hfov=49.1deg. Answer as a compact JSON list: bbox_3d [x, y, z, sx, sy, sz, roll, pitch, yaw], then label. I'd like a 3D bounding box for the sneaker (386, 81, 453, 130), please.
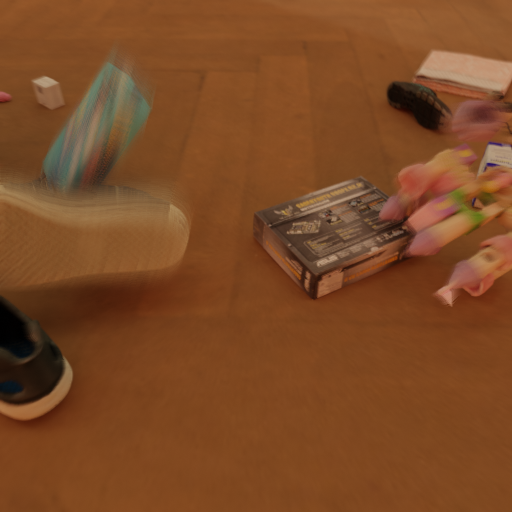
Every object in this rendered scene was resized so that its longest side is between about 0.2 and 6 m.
[{"bbox_3d":[3.727,-3.420,12.344,0.790,0.752,1.994,-15,42,-20],"label":"sneaker"}]

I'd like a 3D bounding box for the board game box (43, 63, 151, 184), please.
[{"bbox_3d":[-2.447,-1.766,8.428,0.457,1.948,1.471,28,18,-38],"label":"board game box"}]

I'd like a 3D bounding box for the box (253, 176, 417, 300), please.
[{"bbox_3d":[1.302,-0.365,8.806,2.187,0.529,1.732,-21,44,-23],"label":"box"}]

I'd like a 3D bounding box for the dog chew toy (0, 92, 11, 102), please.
[{"bbox_3d":[-5.969,-3.719,13.095,0.430,0.268,0.268,3,39,-10],"label":"dog chew toy"}]

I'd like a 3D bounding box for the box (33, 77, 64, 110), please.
[{"bbox_3d":[-4.770,-3.738,12.866,0.556,0.559,0.365,31,51,33],"label":"box"}]

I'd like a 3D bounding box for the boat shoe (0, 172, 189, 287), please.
[{"bbox_3d":[-2.638,-0.370,7.225,3.466,1.293,1.079,-1,23,-21],"label":"boat shoe"}]

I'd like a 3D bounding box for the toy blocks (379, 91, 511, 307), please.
[{"bbox_3d":[2.657,-0.574,7.426,1.783,2.118,1.979,-26,69,-19],"label":"toy blocks"}]

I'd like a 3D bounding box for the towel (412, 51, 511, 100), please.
[{"bbox_3d":[5.227,-4.572,14.045,2.172,0.350,2.075,19,43,21],"label":"towel"}]

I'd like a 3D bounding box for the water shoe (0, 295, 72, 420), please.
[{"bbox_3d":[-3.551,0.707,6.885,3.303,1.304,1.181,21,45,25],"label":"water shoe"}]

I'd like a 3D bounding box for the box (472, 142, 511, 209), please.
[{"bbox_3d":[4.154,-1.387,9.788,0.488,0.855,0.929,14,41,14],"label":"box"}]
